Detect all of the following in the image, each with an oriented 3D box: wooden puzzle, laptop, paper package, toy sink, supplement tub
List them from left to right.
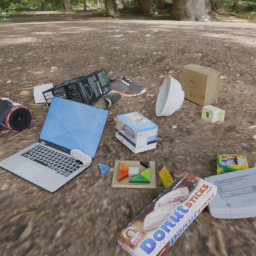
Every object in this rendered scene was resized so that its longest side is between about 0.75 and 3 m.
[{"bbox_3d":[-4.752,-0.607,11.058,1.988,1.063,1.063,22,34,36],"label":"supplement tub"},{"bbox_3d":[-2.316,0.325,8.673,2.490,1.541,2.659,16,31,30],"label":"laptop"},{"bbox_3d":[0.204,1.294,8.184,2.119,0.248,1.430,-2,27,-3],"label":"wooden puzzle"},{"bbox_3d":[3.387,-2.039,13.242,0.883,1.626,1.706,-16,31,-29],"label":"paper package"},{"bbox_3d":[3.489,-0.551,11.535,0.449,0.522,0.801,-19,34,-33],"label":"toy sink"}]

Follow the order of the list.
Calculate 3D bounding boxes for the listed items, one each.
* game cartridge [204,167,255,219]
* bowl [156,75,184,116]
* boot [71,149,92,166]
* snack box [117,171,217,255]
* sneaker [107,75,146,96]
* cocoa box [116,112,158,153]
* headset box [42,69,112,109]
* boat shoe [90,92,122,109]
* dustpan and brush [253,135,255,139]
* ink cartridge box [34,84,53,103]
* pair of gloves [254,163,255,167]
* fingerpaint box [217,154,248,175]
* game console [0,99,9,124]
[{"bbox_3d":[2.958,1.591,6.995,2.070,0.419,1.380,-13,23,7],"label":"game cartridge"},{"bbox_3d":[1.835,-1.256,11.849,0.802,1.784,1.784,15,25,-9],"label":"bowl"},{"bbox_3d":[-1.541,0.908,8.590,0.826,0.304,0.395,17,25,29],"label":"boot"},{"bbox_3d":[0.971,1.959,6.420,0.926,0.313,2.575,24,44,38],"label":"snack box"},{"bbox_3d":[-0.195,-2.242,14.409,2.300,0.942,0.886,9,28,17],"label":"sneaker"},{"bbox_3d":[0.270,0.112,9.429,0.864,0.850,1.296,-13,31,-29],"label":"cocoa box"},{"bbox_3d":[-2.161,-1.666,12.448,2.062,1.099,2.369,-9,20,30],"label":"headset box"},{"bbox_3d":[-0.935,-1.105,12.363,1.845,0.659,0.606,-25,19,-32],"label":"boat shoe"},{"bbox_3d":[5.180,0.662,8.923,2.336,0.669,1.631,7,30,14],"label":"dustpan and brush"},{"bbox_3d":[-4.147,-1.728,13.838,0.933,0.541,1.265,-7,30,-13],"label":"ink cartridge box"},{"bbox_3d":[4.067,1.588,7.603,2.139,0.244,1.720,21,34,37],"label":"pair of gloves"},{"bbox_3d":[3.033,1.087,8.189,0.822,0.361,0.985,2,16,18],"label":"fingerpaint box"},{"bbox_3d":[-6.000,-0.469,10.095,2.709,2.312,1.603,24,-7,38],"label":"game console"}]
